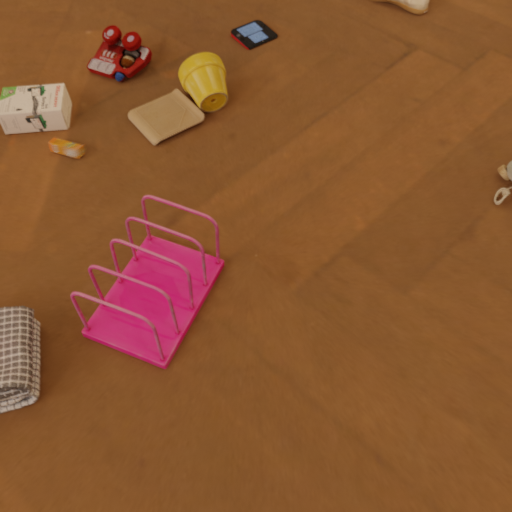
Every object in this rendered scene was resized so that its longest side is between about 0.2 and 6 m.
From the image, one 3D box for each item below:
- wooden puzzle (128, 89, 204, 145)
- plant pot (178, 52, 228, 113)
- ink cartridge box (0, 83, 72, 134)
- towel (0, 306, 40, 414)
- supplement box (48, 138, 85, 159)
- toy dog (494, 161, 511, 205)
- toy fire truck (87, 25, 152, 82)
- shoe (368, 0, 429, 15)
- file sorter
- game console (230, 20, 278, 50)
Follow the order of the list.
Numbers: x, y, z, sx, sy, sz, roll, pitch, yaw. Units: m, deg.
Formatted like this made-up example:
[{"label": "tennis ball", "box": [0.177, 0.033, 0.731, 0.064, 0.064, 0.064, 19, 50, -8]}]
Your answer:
[{"label": "wooden puzzle", "box": [-1.961, -3.015, 12.222, 1.312, 0.244, 1.214, -33, 60, -17]}, {"label": "plant pot", "box": [-1.080, -3.752, 12.332, 1.036, 1.036, 0.974, -18, 70, -13]}, {"label": "ink cartridge box", "box": [-4.764, -3.191, 12.117, 1.350, 0.569, 0.986, -7, 53, -5]}, {"label": "towel", "box": [-4.206, 1.607, 8.362, 1.807, 0.773, 1.496, -12, 53, -8]}, {"label": "supplement box", "box": [-3.918, -2.226, 11.581, 0.703, 0.242, 0.234, 17, 45, 11]}, {"label": "toy dog", "box": [5.139, -1.440, 10.790, 0.611, 0.837, 1.269, 29, 61, -17]}, {"label": "toy fire truck", "box": [-3.192, -4.653, 13.216, 1.371, 0.769, 1.151, 23, 80, 17]}, {"label": "shoe", "box": [3.633, -7.220, 15.132, 2.308, 0.616, 0.807, 30, 58, 21]}, {"label": "file sorter", "box": [-1.675, 0.327, 8.950, 1.527, 1.378, 2.197, 19, 55, 13]}, {"label": "game console", "box": [-0.066, -5.626, 14.226, 0.976, 0.151, 0.863, -31, 59, -21]}]
